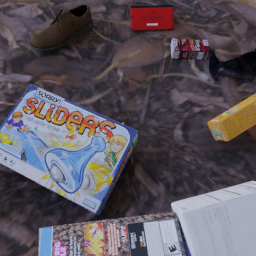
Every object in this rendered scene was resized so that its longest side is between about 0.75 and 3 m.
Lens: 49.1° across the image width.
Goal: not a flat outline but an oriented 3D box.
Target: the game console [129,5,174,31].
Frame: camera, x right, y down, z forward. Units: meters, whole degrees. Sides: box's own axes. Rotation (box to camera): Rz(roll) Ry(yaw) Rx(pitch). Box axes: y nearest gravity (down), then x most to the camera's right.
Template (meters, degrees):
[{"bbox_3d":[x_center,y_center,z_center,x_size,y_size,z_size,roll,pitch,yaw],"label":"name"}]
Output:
[{"bbox_3d":[0.794,-3.880,9.837,1.468,0.871,1.265,-2,85,-1],"label":"game console"}]

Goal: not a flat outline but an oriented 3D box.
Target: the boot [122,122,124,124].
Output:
[{"bbox_3d":[-0.570,0.278,6.619,0.824,0.405,1.151,13,60,4],"label":"boot"}]

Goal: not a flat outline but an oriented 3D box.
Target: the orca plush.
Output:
[{"bbox_3d":[3.826,-2.129,7.992,2.921,1.038,1.537,6,54,4],"label":"orca plush"}]

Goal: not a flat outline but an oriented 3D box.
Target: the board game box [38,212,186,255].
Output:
[{"bbox_3d":[-0.212,2.547,4.528,2.298,1.113,1.832,-5,54,-4],"label":"board game box"}]

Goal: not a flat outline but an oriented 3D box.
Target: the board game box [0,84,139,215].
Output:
[{"bbox_3d":[-1.431,0.385,6.160,2.829,0.487,1.915,23,70,13],"label":"board game box"}]

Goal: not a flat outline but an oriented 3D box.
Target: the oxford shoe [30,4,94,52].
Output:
[{"bbox_3d":[-2.147,-3.249,8.861,0.857,0.995,2.357,37,63,22],"label":"oxford shoe"}]

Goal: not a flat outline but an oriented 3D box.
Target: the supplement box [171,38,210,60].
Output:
[{"bbox_3d":[1.906,-2.438,8.657,1.112,0.339,0.605,2,54,0],"label":"supplement box"}]

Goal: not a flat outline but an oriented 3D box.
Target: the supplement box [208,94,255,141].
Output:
[{"bbox_3d":[2.737,-0.289,6.664,1.619,0.539,0.557,-31,96,-12],"label":"supplement box"}]

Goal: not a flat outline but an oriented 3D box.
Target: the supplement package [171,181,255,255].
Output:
[{"bbox_3d":[1.724,1.601,4.774,1.667,0.978,0.975,-14,84,-3],"label":"supplement package"}]
